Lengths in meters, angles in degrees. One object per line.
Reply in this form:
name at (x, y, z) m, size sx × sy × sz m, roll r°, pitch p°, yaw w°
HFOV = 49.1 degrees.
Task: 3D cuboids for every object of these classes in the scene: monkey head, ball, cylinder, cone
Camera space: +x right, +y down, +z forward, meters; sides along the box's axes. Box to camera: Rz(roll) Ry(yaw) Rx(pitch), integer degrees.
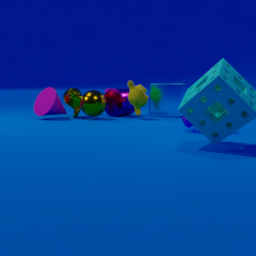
monkey head at (-2.234, -1.055, 11.345) m, size 0.916 × 1.094 × 1.520 m, roll 24°, pitch -18°, yaw -13°
ball at (-1.317, -0.939, 10.692) m, size 1.022 × 1.022 × 1.022 m, roll 0°, pitch 9°, yaw 0°
monkey head at (0.266, -1.178, 10.801) m, size 0.979 × 1.361 × 0.820 m, roll -7°, pitch 14°, yaw 38°
cylinder at (-0.304, -1.109, 11.998) m, size 1.155 × 1.155 × 1.155 m, roll 6°, pitch 11°, yaw 36°
cone at (-2.845, -0.801, 11.111) m, size 1.199 × 1.199 × 1.203 m, roll 7°, pitch -17°, yaw 38°

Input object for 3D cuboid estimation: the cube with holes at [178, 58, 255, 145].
cube with holes at (1.859, -0.545, 5.724) m, size 1.053 × 1.053 × 1.053 m, roll -43°, pitch 7°, yaw 37°

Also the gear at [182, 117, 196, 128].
gear at (2.214, -0.402, 7.930) m, size 1.334 × 0.247 × 1.334 m, roll -23°, pitch 10°, yaw 4°

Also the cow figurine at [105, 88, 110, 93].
cow figurine at (-0.974, -1.528, 13.807) m, size 0.591 × 1.076 × 1.059 m, roll -28°, pitch 42°, yaw -27°

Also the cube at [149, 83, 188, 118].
cube at (1.758, -1.214, 12.017) m, size 1.369 × 1.369 × 1.369 m, roll 4°, pitch 9°, yaw 22°
